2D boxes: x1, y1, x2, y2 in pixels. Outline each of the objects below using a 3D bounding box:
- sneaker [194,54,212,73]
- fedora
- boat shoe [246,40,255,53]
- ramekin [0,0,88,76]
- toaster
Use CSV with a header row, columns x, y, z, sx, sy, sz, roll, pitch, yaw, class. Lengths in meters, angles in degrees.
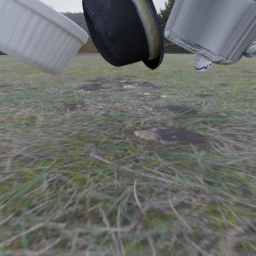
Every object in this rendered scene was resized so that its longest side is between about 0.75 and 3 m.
x,y,z,sx,sy,sz,roll,pitch,yaw,class
1.863,-1.706,6.926,0.330,0.505,0.879,5,28,28,sneaker
-0.286,-2.674,7.196,1.344,2.942,2.942,-28,24,-9,fedora
3.119,-2.915,6.825,0.837,2.323,0.824,15,-20,26,boat shoe
-1.937,-1.840,5.335,2.201,1.025,2.201,27,5,-3,ramekin
1.171,-1.529,3.926,1.492,0.964,0.848,35,27,20,toaster
